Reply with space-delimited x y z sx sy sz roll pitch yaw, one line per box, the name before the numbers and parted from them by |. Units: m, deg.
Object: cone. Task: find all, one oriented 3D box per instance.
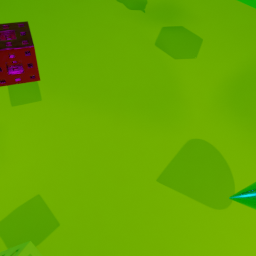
cone | 2.182 0.860 3.624 1.672 1.665 1.665 -10 60 25

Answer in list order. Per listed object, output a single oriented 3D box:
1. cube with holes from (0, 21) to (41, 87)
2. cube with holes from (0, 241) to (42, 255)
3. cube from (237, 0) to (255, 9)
cube with holes | -2.226 -1.423 5.391 0.823 0.823 0.823 -12 54 -17
cube with holes | -1.243 1.835 2.844 0.813 0.813 0.813 56 29 -9
cube | 2.520 -2.960 5.357 0.916 0.916 0.916 38 105 24
